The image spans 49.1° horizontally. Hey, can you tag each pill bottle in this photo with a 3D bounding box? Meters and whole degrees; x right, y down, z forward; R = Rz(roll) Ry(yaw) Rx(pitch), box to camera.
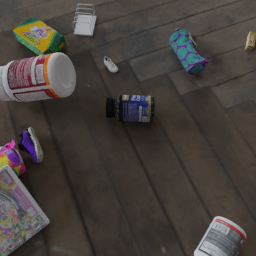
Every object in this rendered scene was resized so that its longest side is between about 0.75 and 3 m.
[{"bbox_3d":[-3.186,-1.619,9.353,2.601,1.425,1.425,-3,61,21],"label":"pill bottle"},{"bbox_3d":[0.075,-0.670,9.590,1.628,0.910,0.910,2,63,1],"label":"pill bottle"},{"bbox_3d":[2.380,3.331,7.532,0.960,0.960,1.657,34,68,16],"label":"pill bottle"}]

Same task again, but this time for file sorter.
[{"bbox_3d":[-1.812,-4.515,11.662,0.782,0.702,1.127,5,63,2],"label":"file sorter"}]

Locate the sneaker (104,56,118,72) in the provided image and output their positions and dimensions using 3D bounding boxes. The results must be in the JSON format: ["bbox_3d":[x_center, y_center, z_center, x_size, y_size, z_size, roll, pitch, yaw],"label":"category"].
[{"bbox_3d":[-0.672,-2.456,10.840,0.288,0.304,0.755,-40,71,-20],"label":"sneaker"}]

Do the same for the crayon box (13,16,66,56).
[{"bbox_3d":[-3.560,-3.628,11.290,1.849,0.539,1.098,36,68,17],"label":"crayon box"}]

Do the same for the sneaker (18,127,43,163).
[{"bbox_3d":[-3.247,0.648,9.217,0.644,0.450,1.294,-25,66,-1],"label":"sneaker"}]

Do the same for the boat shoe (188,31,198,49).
[{"bbox_3d":[2.595,-3.618,11.410,0.312,0.346,0.962,-28,60,-8],"label":"boat shoe"}]

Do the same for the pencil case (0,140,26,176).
[{"bbox_3d":[-4.430,1.334,8.481,2.564,1.133,1.133,-27,66,-13],"label":"pencil case"}]

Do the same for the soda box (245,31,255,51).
[{"bbox_3d":[4.995,-3.523,11.389,0.264,0.280,0.826,17,64,8],"label":"soda box"}]

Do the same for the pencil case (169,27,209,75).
[{"bbox_3d":[2.301,-2.953,10.805,0.861,0.793,1.864,-30,64,17],"label":"pencil case"}]

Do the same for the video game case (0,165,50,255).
[{"bbox_3d":[-4.028,2.730,7.746,2.945,0.265,2.109,-36,95,-16],"label":"video game case"}]
